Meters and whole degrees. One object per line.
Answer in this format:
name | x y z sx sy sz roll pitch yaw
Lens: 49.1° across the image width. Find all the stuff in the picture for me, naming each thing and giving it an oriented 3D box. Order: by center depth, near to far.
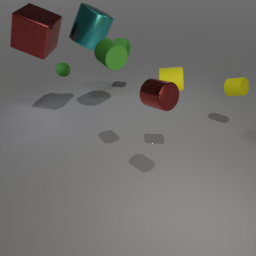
cylinder | 0.758 -0.812 6.790 0.700 0.700 0.700 -21 27 -32
cylinder | -0.476 -2.049 7.792 0.700 0.700 0.700 -17 39 -27
cylinder | 1.296 -1.460 8.432 0.700 0.700 0.700 -2 29 9
cube | -3.585 -3.787 10.969 1.400 1.400 1.400 21 39 -4
cylinder | 4.315 -1.633 11.153 0.700 0.700 0.700 -24 18 -36
cylinder | -1.481 -4.035 11.251 1.400 1.400 1.400 23 24 -11
ball | -3.121 -2.812 13.485 0.700 0.700 0.700 0 29 0
cube | -0.328 -4.109 14.390 0.700 0.700 0.700 9 70 18
